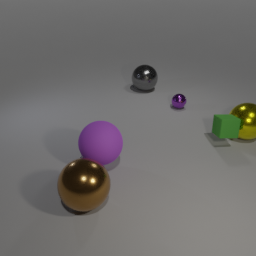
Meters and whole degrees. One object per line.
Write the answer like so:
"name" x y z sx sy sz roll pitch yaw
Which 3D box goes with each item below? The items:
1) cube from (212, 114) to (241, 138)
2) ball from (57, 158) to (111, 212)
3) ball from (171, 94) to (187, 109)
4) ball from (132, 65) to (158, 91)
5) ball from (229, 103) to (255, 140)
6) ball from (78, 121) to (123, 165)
"cube" 3.508 -0.068 10.048 0.700 0.700 0.700 -1 18 -8
"ball" -1.162 1.494 7.442 1.400 1.400 1.400 0 29 0
"ball" 2.392 -1.260 13.129 0.700 0.700 0.700 0 29 0
"ball" 0.892 -2.672 14.950 1.400 1.400 1.400 0 29 0
"ball" 4.492 -0.258 10.576 1.400 1.400 1.400 0 29 0
"ball" -0.857 0.468 8.808 1.400 1.400 1.400 0 29 0
